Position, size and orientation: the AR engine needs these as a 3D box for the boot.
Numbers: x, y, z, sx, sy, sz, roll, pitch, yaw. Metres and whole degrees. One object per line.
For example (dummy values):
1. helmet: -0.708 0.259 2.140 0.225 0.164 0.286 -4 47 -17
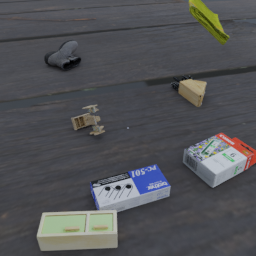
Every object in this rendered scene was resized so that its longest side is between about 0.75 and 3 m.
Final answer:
1. boot: -2.414 -2.988 11.711 1.247 0.661 1.894 22 51 24

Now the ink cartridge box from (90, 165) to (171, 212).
1. ink cartridge box: 0.040 1.256 5.761 1.501 0.332 0.706 -12 38 -17

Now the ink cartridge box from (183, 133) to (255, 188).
1. ink cartridge box: 2.306 0.604 6.573 1.819 0.458 0.991 -20 40 -25

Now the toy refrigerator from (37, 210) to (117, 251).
1. toy refrigerator: -0.851 1.773 4.903 1.323 0.463 0.502 -1 35 -2

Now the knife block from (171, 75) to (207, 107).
1. knife block: 1.940 -1.295 9.333 1.218 0.444 1.388 11 37 17

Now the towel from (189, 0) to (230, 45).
1. towel: 1.924 -2.817 6.896 1.096 0.230 2.548 39 31 -14

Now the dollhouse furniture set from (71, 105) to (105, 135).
1. dollhouse furniture set: -1.108 -0.182 7.521 0.528 0.746 0.812 -21 12 -29
